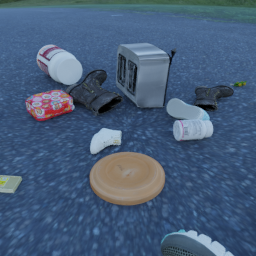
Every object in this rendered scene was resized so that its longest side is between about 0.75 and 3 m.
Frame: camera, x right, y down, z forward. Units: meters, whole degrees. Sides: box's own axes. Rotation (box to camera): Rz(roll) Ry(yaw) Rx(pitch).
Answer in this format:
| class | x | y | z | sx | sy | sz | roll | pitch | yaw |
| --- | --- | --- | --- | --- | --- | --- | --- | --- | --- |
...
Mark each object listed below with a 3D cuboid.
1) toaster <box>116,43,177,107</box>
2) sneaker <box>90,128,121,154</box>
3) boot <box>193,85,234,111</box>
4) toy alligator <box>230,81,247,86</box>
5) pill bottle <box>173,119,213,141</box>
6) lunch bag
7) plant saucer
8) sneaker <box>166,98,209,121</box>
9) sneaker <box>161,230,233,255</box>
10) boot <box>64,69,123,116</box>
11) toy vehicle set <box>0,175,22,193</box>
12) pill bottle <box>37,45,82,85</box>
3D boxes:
| class | x | y | z | sx | sy | sz | roll | pitch | yaw |
| --- | --- | --- | --- | --- | --- | --- | --- | --- | --- |
| toaster | 0.650 | -2.402 | 12.112 | 1.579 | 2.661 | 2.406 | -9 | 32 | -23 |
| sneaker | -0.664 | 0.420 | 9.321 | 0.817 | 0.521 | 1.414 | 6 | 29 | 16 |
| boot | 3.734 | -1.230 | 12.211 | 1.876 | 0.650 | 1.633 | 0 | 35 | 9 |
| toy alligator | 5.572 | -2.194 | 14.159 | 0.922 | 0.222 | 0.306 | -10 | 31 | -5 |
| pill bottle | 2.260 | 0.058 | 9.737 | 1.230 | 0.697 | 0.697 | -3 | 30 | -13 |
| lunch bag | -3.135 | -0.937 | 11.462 | 1.737 | 0.712 | 1.530 | -23 | 37 | -34 |
| plant saucer | -0.020 | 1.303 | 7.977 | 2.141 | 0.346 | 2.141 | 0 | 29 | 0 |
| sneaker | 2.326 | -0.572 | 10.989 | 0.830 | 0.748 | 2.025 | 25 | 6 | -35 |
| sneaker | 1.486 | 2.889 | 4.542 | 1.346 | 1.145 | 2.951 | -26 | 38 | -32 |
| boot | -1.188 | -1.548 | 12.385 | 2.420 | 0.962 | 2.780 | 22 | 49 | 32 |
| toy vehicle set | -3.486 | 1.541 | 7.779 | 0.886 | 0.117 | 0.551 | 3 | 30 | 5 |
| pill bottle | -3.581 | -3.308 | 14.671 | 1.603 | 1.603 | 2.807 | -18 | 34 | -28 |
